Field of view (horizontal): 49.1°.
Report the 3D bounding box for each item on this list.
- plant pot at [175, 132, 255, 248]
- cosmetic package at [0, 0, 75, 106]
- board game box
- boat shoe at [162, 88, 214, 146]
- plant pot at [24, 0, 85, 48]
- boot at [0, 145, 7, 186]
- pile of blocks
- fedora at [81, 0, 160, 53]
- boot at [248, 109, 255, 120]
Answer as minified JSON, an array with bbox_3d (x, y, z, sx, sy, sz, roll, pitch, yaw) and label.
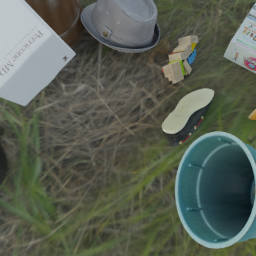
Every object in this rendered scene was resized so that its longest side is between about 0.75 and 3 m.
[{"bbox_3d":[2.200,1.166,5.128,1.878,1.918,1.918,12,68,-25],"label":"plant pot"},{"bbox_3d":[-2.609,-2.022,5.392,1.499,1.053,2.955,-45,78,3],"label":"cosmetic package"},{"bbox_3d":[4.889,-3.185,9.607,2.025,0.882,2.744,33,72,12],"label":"board game box"},{"bbox_3d":[1.920,-0.400,8.721,0.858,0.735,2.346,19,53,41],"label":"boat shoe"},{"bbox_3d":[-2.916,-4.274,8.773,2.988,2.958,2.988,2,73,-5],"label":"plant pot"},{"bbox_3d":[-4.237,0.838,8.349,0.817,0.797,2.164,-25,69,15],"label":"boot"},{"bbox_3d":[1.748,-2.308,9.512,0.654,0.864,2.104,2,51,47],"label":"pile of blocks"},{"bbox_3d":[-0.124,-3.876,9.330,2.563,1.309,2.898,-30,70,-29],"label":"fedora"},{"bbox_3d":[4.968,-0.321,8.631,2.123,0.747,1.520,-26,70,-14],"label":"boot"}]
